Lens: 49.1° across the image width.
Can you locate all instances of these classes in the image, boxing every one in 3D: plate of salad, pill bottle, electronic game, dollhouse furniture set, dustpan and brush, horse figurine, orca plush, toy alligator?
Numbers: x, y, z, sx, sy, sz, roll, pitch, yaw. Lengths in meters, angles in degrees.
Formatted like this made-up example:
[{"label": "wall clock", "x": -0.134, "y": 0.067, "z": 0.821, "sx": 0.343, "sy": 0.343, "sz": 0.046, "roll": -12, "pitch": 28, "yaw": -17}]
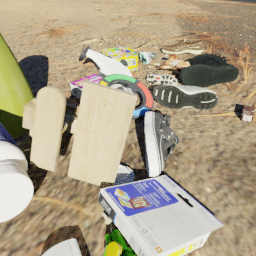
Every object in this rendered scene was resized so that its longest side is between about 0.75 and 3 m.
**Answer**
[{"label": "plate of salad", "x": -0.332, "y": 1.207, "z": 7.063, "sx": 0.987, "sy": 0.237, "sz": 0.987, "roll": 5, "pitch": 26, "yaw": -2}, {"label": "pill bottle", "x": -3.256, "y": 0.812, "z": 6.380, "sx": 1.606, "sy": 1.606, "sz": 2.683, "roll": -23, "pitch": 40, "yaw": -32}, {"label": "electronic game", "x": -0.075, "y": -1.152, "z": 9.947, "sx": 2.140, "sy": 0.445, "sz": 2.140, "roll": 12, "pitch": 48, "yaw": -14}, {"label": "dollhouse furniture set", "x": -1.179, "y": -0.560, "z": 7.165, "sx": 2.706, "sy": 2.319, "sz": 2.846, "roll": 16, "pitch": 27, "yaw": 2}, {"label": "dustpan and brush", "x": -1.480, "y": 2.567, "z": 4.872, "sx": 1.387, "sy": 0.397, "sz": 0.968, "roll": -7, "pitch": 30, "yaw": -23}, {"label": "horse figurine", "x": 2.174, "y": -2.887, "z": 13.105, "sx": 1.751, "sy": 0.660, "sz": 2.643, "roll": -13, "pitch": 28, "yaw": -23}, {"label": "orca plush", "x": -0.948, "y": -2.434, "z": 12.235, "sx": 2.733, "sy": 0.972, "sz": 1.438, "roll": 24, "pitch": 58, "yaw": 10}, {"label": "toy alligator", "x": -0.197, "y": 2.327, "z": 5.089, "sx": 0.550, "sy": 0.601, "sz": 2.027, "roll": -52, "pitch": 35, "yaw": 2}]

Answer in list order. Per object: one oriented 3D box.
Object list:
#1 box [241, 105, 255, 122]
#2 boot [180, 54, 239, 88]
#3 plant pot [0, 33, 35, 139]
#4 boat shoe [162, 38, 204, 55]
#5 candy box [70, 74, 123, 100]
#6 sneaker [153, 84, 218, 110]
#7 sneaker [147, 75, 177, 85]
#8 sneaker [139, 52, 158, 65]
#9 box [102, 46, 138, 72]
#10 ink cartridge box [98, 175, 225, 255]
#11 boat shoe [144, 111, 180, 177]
[{"label": "box", "x": 4.178, "y": -0.514, "z": 9.747, "sx": 0.385, "sy": 0.288, "sz": 0.770, "roll": 12, "pitch": 32, "yaw": 19}, {"label": "boot", "x": 3.316, "y": -2.678, "z": 12.525, "sx": 2.726, "sy": 1.009, "sz": 2.234, "roll": -7, "pitch": 30, "yaw": -9}, {"label": "plant pot", "x": -4.406, "y": -1.494, "z": 8.764, "sx": 2.788, "sy": 2.979, "sz": 2.788, "roll": 0, "pitch": 32, "yaw": 0}, {"label": "boat shoe", "x": 3.069, "y": -4.624, "z": 15.692, "sx": 2.320, "sy": 0.858, "sz": 0.857, "roll": -1, "pitch": 32, "yaw": -1}, {"label": "candy box", "x": -1.146, "y": -1.430, "z": 10.896, "sx": 1.912, "sy": 0.583, "sz": 1.304, "roll": 27, "pitch": 41, "yaw": 35}, {"label": "sneaker", "x": 2.082, "y": -1.181, "z": 10.401, "sx": 2.349, "sy": 0.868, "sz": 0.931, "roll": 8, "pitch": 23, "yaw": 2}, {"label": "sneaker", "x": 1.500, "y": -2.126, "z": 12.083, "sx": 1.356, "sy": 0.547, "sz": 0.566, "roll": 16, "pitch": 30, "yaw": 25}, {"label": "sneaker", "x": 1.155, "y": -3.703, "z": 14.556, "sx": 0.939, "sy": 0.522, "sz": 1.342, "roll": -8, "pitch": 34, "yaw": -11}, {"label": "box", "x": -0.389, "y": -3.315, "z": 13.635, "sx": 1.355, "sy": 0.858, "sz": 1.407, "roll": -13, "pitch": 34, "yaw": -18}, {"label": "ink cartridge box", "x": 0.650, "y": 1.788, "z": 5.841, "sx": 1.914, "sy": 0.450, "sz": 1.891, "roll": -2, "pitch": 27, "yaw": -37}, {"label": "boat shoe", "x": 0.937, "y": 0.315, "z": 7.683, "sx": 0.935, "sy": 0.987, "sz": 2.822, "roll": -3, "pitch": 23, "yaw": 5}]
